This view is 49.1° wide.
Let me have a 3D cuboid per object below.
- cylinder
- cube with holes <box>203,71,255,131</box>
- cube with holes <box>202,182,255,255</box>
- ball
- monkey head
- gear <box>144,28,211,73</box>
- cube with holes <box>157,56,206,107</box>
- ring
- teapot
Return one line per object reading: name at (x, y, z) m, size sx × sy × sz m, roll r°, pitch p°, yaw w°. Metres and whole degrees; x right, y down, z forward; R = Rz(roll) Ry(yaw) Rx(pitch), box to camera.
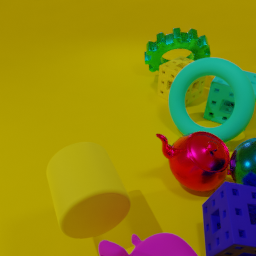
cylinder at (-0.663, 0.986, 4.535) m, size 1.112 × 1.112 × 1.112 m, roll -14°, pitch 42°, yaw -17°
cube with holes at (2.896, -0.842, 7.695) m, size 1.138 × 1.138 × 1.138 m, roll 21°, pitch 42°, yaw 23°
cube with holes at (1.843, 1.562, 4.475) m, size 0.938 × 0.938 × 0.938 m, roll 11°, pitch 51°, yaw -5°
ball at (2.405, 0.705, 5.057) m, size 1.083 × 1.083 × 1.083 m, roll 0°, pitch 38°, yaw 0°
monkey head at (0.321, 1.776, 3.663) m, size 1.139 × 1.360 × 1.891 m, roll -37°, pitch 14°, yaw -32°
gear at (1.556, -2.336, 8.948) m, size 2.033 × 2.033 × 0.376 m, roll -1°, pitch 68°, yaw -1°
cube with holes at (1.646, -1.430, 8.559) m, size 1.021 × 1.021 × 1.021 m, roll -31°, pitch 47°, yaw -33°
ring at (1.936, -0.624, 6.754) m, size 2.096 × 2.096 × 0.419 m, roll 26°, pitch 24°, yaw 30°
teapot at (1.462, 0.593, 5.784) m, size 2.072 × 1.015 × 1.288 m, roll 17°, pitch 54°, yaw -4°
